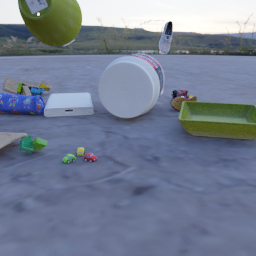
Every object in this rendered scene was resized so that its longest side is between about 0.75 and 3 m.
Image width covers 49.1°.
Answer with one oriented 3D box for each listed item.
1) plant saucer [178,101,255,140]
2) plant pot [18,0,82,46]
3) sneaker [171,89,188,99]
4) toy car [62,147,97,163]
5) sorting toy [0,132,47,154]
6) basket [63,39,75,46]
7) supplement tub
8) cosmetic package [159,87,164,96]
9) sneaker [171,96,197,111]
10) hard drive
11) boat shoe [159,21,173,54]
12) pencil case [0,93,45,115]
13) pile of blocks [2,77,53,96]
[{"bbox_3d":[2.818,-0.244,8.563,2.423,0.580,2.420,4,18,13],"label":"plant saucer"},{"bbox_3d":[-2.101,-3.018,7.166,1.589,1.589,1.699,0,9,1],"label":"plant pot"},{"bbox_3d":[2.207,-1.384,12.207,0.697,0.504,1.426,6,17,17],"label":"sneaker"},{"bbox_3d":[-1.179,0.646,6.486,0.715,0.169,0.760,-13,22,-34],"label":"toy car"},{"bbox_3d":[-3.317,0.457,6.740,2.516,0.370,1.860,2,13,16],"label":"sorting toy"},{"bbox_3d":[-2.549,-3.749,10.910,0.605,0.893,0.551,-42,-6,-28],"label":"basket"},{"bbox_3d":[0.208,-1.618,10.329,2.087,2.087,2.975,4,18,11],"label":"supplement tub"},{"bbox_3d":[0.655,-1.990,14.010,2.151,0.545,0.888,5,19,14],"label":"cosmetic package"},{"bbox_3d":[2.064,-0.990,11.065,1.512,0.567,0.681,-8,10,-41],"label":"sneaker"},{"bbox_3d":[-2.329,-0.980,11.224,1.739,0.346,2.637,-3,19,-10],"label":"hard drive"},{"bbox_3d":[1.525,-3.519,10.857,0.453,1.258,0.431,16,3,-4],"label":"boat shoe"},{"bbox_3d":[-3.991,-0.900,10.298,1.803,0.783,0.703,4,-20,8],"label":"pencil case"},{"bbox_3d":[-4.749,-1.717,13.199,2.453,1.007,0.762,-5,-26,-45],"label":"pile of blocks"}]
